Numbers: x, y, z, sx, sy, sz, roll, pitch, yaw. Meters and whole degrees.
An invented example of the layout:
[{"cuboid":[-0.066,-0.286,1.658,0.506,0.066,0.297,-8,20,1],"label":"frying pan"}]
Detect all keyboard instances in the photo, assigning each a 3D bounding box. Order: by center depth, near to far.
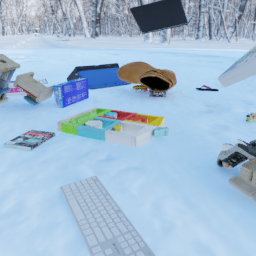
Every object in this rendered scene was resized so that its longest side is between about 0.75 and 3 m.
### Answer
[{"cuboid":[-0.388,1.376,4.125,0.715,0.135,2.540,-9,21,-24],"label":"keyboard"}]

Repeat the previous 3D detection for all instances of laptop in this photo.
[{"cuboid":[0.820,-2.679,6.542,1.132,0.701,1.209,-3,31,24],"label":"laptop"}]

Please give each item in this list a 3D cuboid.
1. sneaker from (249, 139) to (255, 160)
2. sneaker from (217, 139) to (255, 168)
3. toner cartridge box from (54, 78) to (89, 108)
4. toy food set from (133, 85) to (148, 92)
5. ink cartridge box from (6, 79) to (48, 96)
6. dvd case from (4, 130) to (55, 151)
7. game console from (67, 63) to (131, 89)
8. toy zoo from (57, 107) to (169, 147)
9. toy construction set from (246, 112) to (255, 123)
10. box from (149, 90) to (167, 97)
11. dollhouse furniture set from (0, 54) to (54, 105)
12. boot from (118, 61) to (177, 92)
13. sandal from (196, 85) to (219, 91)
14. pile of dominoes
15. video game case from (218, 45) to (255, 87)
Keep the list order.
[{"cuboid":[2.786,0.573,5.502,0.994,0.718,0.378,13,63,47],"label":"sneaker"},{"cuboid":[2.107,0.552,5.426,0.460,0.493,1.243,33,-13,2],"label":"sneaker"},{"cuboid":[-2.185,-1.422,11.038,0.387,0.851,1.792,8,20,24],"label":"toner cartridge box"},{"cuboid":[0.678,-1.811,13.009,0.918,0.300,0.540,2,23,17],"label":"toy food set"},{"cuboid":[-5.178,-1.865,12.821,2.896,0.537,1.371,-9,21,-18],"label":"ink cartridge box"},{"cuboid":[-2.507,0.295,7.244,0.789,0.119,1.080,6,19,17],"label":"dvd case"},{"cuboid":[-1.592,-2.556,15.186,2.704,1.600,2.308,-13,-8,-34],"label":"game console"},{"cuboid":[-0.242,-0.083,8.027,2.969,0.304,1.948,10,21,26],"label":"toy zoo"},{"cuboid":[4.005,-0.328,8.715,0.806,0.371,0.529,-1,16,-39],"label":"toy construction set"},{"cuboid":[1.316,-1.599,12.463,0.760,0.240,0.963,1,19,3],"label":"box"},{"cuboid":[-4.354,-1.278,10.207,2.426,1.710,1.700,32,24,2],"label":"dollhouse furniture set"},{"cuboid":[0.691,-2.145,12.269,2.865,1.099,2.224,14,23,9],"label":"boot"},{"cuboid":[3.784,-1.914,13.360,1.068,0.241,0.401,5,20,14],"label":"sandal"},{"cuboid":[2.933,1.118,4.614,1.670,0.341,2.142,-20,31,-23],"label":"pile of dominoes"},{"cuboid":[3.174,-1.898,4.865,2.652,0.320,2.909,-40,1,-7],"label":"video game case"}]
